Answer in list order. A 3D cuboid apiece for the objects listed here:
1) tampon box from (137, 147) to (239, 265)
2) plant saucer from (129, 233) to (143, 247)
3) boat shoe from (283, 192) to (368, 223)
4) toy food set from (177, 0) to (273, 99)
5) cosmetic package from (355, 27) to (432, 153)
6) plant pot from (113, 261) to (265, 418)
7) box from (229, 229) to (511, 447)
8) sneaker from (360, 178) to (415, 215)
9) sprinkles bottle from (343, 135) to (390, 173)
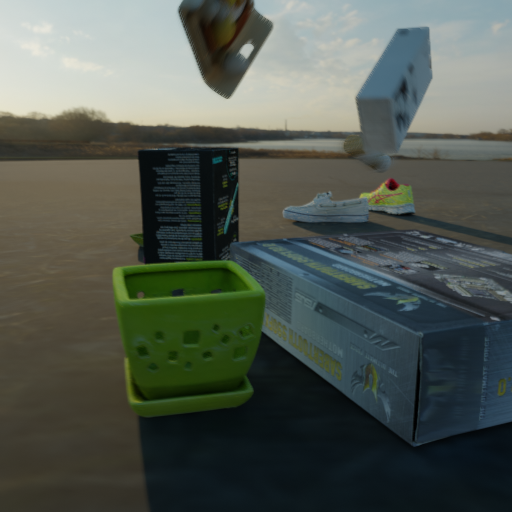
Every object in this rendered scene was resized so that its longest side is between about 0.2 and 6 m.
[{"bbox_3d":[-0.935,-0.693,8.214,1.104,1.749,1.311,3,12,12],"label":"tampon box"},{"bbox_3d":[-1.656,-0.270,9.942,0.872,0.209,0.871,-10,16,-42],"label":"plant saucer"},{"bbox_3d":[1.597,-1.139,12.851,1.960,0.684,0.695,1,12,7],"label":"boat shoe"},{"bbox_3d":[-0.248,-3.031,7.059,0.573,1.361,1.897,27,-11,13],"label":"toy food set"},{"bbox_3d":[2.044,-2.423,8.059,0.534,0.871,2.110,8,47,27],"label":"cosmetic package"},{"bbox_3d":[-0.530,0.601,4.188,1.009,0.920,1.014,-3,12,-15],"label":"plant pot"},{"bbox_3d":[1.489,0.432,5.267,2.557,0.780,3.228,-5,13,-24],"label":"box"},{"bbox_3d":[3.375,-1.566,14.399,0.762,0.880,1.950,-8,13,-27],"label":"sneaker"},{"bbox_3d":[2.322,-2.125,11.713,1.192,0.407,0.407,20,-4,-40],"label":"sprinkles bottle"}]
